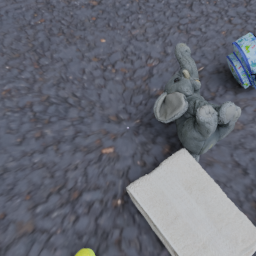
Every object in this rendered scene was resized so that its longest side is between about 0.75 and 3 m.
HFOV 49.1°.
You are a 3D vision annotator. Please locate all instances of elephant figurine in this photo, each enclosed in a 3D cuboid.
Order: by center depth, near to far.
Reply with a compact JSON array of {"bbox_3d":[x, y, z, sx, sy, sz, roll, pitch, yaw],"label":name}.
[{"bbox_3d":[1.350,-0.566,6.458,1.662,1.516,2.142,-36,60,-11],"label":"elephant figurine"}]

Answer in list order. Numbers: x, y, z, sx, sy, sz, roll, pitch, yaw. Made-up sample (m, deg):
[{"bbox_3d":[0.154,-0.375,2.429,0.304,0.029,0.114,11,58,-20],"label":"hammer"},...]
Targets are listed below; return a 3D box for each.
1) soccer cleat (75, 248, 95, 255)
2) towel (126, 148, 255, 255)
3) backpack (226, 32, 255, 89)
[{"bbox_3d":[-0.973,3.352,4.159,1.249,0.965,2.986,10,55,-13],"label":"soccer cleat"},{"bbox_3d":[1.299,1.708,5.510,1.615,0.420,2.438,-32,71,-21],"label":"towel"},{"bbox_3d":[3.196,-1.755,7.456,0.935,1.272,1.164,-25,40,16],"label":"backpack"}]
